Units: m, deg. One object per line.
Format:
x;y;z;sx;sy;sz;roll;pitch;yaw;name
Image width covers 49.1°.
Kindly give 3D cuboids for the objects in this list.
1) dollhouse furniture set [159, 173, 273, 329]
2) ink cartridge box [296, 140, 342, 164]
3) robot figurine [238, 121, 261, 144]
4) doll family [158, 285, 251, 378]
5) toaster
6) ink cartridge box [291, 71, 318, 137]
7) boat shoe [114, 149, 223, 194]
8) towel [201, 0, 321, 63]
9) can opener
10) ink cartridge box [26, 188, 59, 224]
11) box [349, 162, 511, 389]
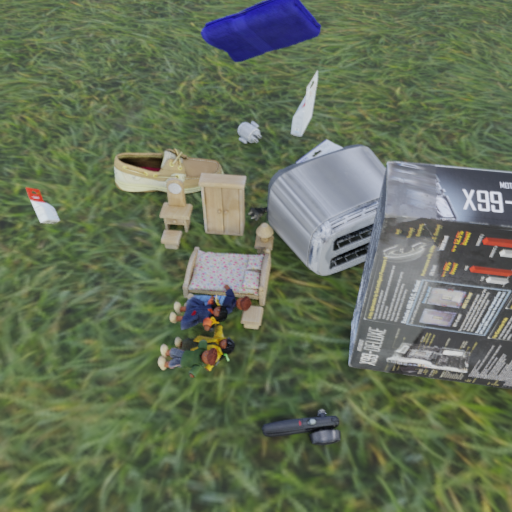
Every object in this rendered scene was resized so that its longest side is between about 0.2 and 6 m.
-0.964;-0.202;11.062;2.486;1.423;2.915;4;45;5;dollhouse furniture set
1.886;-2.250;13.889;1.329;0.312;1.313;31;55;29;ink cartridge box
-0.193;-3.256;14.783;0.730;0.413;0.620;38;90;32;robot figurine
-0.835;1.272;9.938;1.239;0.841;2.144;-6;53;21;doll family
1.615;-0.920;11.557;3.080;1.750;1.989;-20;51;-20;toaster
1.056;-3.359;12.281;0.276;1.168;0.935;15;44;12;ink cartridge box
-2.084;-2.056;13.279;2.603;0.864;0.963;-5;46;-5;boat shoe
0.119;-4.971;12.218;2.228;0.552;1.645;-7;-4;27;towel
0.716;2.719;8.894;1.253;0.397;0.493;0;46;-1;can opener
-3.859;-0.925;10.143;0.163;0.552;0.689;-22;91;4;ink cartridge box
3.242;0.557;8.408;3.256;4.129;1.027;6;53;7;box
